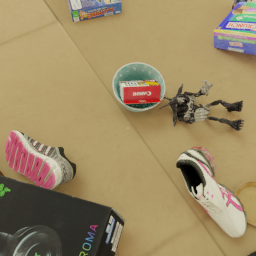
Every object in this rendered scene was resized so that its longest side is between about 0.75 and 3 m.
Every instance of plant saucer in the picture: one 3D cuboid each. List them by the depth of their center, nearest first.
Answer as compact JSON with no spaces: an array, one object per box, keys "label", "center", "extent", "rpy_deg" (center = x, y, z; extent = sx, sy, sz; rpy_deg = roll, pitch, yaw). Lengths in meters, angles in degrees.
[{"label":"plant saucer","center":[3.074,1.820,6.735],"extent":[1.084,0.192,1.084],"rpy_deg":[0,63,0]}]

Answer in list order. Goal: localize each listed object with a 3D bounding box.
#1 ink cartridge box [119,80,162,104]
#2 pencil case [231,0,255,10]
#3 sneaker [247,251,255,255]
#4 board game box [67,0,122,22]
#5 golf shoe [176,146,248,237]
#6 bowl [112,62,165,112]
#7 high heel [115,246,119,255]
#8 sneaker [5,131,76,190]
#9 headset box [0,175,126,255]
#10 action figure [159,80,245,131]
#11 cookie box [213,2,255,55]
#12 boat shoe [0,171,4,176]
[{"label":"ink cartridge box","center":[0.328,-0.958,7.348],"extent":[1.003,0.421,0.880],"rpy_deg":[-4,23,-8]},{"label":"pencil case","center":[4.367,-4.171,9.516],"extent":[1.570,0.702,0.611],"rpy_deg":[16,63,7]},{"label":"sneaker","center":[2.728,3.250,5.664],"extent":[2.852,1.044,1.168],"rpy_deg":[-20,76,-1]},{"label":"board game box","center":[-1.390,-5.038,10.090],"extent":[1.768,0.450,2.612],"rpy_deg":[-13,64,-6]},{"label":"golf shoe","center":[1.794,1.515,6.286],"extent":[1.012,0.798,2.198],"rpy_deg":[-19,73,-46]},{"label":"bowl","center":[0.262,-1.013,7.805],"extent":[1.428,0.747,1.428],"rpy_deg":[2,70,-5]},{"label":"high heel","center":[-0.119,3.186,5.794],"extent":[1.631,0.582,1.163],"rpy_deg":[29,73,24]},{"label":"sneaker","center":[-2.155,0.749,6.939],"extent":[2.350,1.028,0.867],"rpy_deg":[25,102,35]},{"label":"headset box","center":[-1.887,2.524,5.501],"extent":[2.928,1.358,2.549],"rpy_deg":[11,63,18]},{"label":"action figure","center":[1.969,-0.607,7.488],"extent":[2.176,1.110,1.293],"rpy_deg":[11,72,3]},{"label":"cookie box","center":[3.774,-3.157,8.756],"extent":[1.499,0.659,1.753],"rpy_deg":[25,64,36]},{"label":"boat shoe","center":[-3.994,0.915,6.846],"extent":[2.576,0.953,0.855],"rpy_deg":[30,70,25]}]
